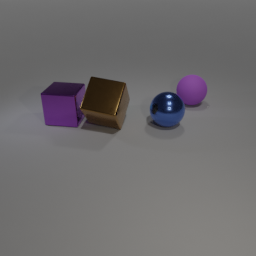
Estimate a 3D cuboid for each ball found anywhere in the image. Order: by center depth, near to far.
[{"bbox_3d":[1.553,-0.736,11.086,1.400,1.400,1.400,0,29,0],"label":"ball"},{"bbox_3d":[2.949,-1.760,12.976,1.400,1.400,1.400,0,29,0],"label":"ball"}]

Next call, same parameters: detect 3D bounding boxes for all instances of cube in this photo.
[{"bbox_3d":[-0.834,-0.942,10.784,1.400,1.400,1.400,12,72,11],"label":"cube"},{"bbox_3d":[-2.587,-0.995,11.563,1.400,1.400,1.400,5,29,7],"label":"cube"}]
